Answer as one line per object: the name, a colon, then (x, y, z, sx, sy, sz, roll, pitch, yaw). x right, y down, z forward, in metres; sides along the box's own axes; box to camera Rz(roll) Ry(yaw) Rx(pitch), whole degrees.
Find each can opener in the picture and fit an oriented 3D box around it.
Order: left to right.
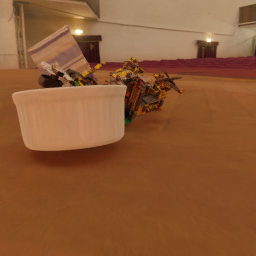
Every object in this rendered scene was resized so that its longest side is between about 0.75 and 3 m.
can opener: (-2.105, -1.727, 10.332, 0.743, 0.938, 2.823, 47, 21, 30)

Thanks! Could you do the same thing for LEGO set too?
LEGO set: (0.018, -1.428, 8.249, 2.946, 1.707, 2.265, -14, 51, -31)

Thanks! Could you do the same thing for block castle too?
block castle: (0.345, -1.346, 10.779, 1.341, 0.941, 2.007, 6, 24, -37)

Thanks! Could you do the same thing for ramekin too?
ramekin: (-1.174, -0.249, 6.030, 2.364, 1.153, 2.364, -4, 5, 0)

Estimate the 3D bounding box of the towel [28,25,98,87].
towel: (-2.494, -2.463, 11.149, 1.915, 2.608, 0.310, -40, 31, -20)
